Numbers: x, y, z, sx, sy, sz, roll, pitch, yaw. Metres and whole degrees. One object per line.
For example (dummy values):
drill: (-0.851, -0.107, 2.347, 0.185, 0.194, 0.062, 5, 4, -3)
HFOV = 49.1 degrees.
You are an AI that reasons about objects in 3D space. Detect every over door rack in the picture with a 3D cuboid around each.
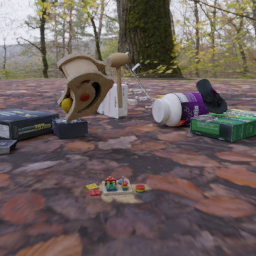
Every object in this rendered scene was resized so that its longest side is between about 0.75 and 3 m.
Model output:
over door rack: (0.241, -1.609, 9.792, 0.583, 1.750, 1.293, -27, 39, -3)

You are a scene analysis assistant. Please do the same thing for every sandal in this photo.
sandal: (2.685, -1.082, 9.242, 0.613, 0.390, 1.631, -31, 50, 9)

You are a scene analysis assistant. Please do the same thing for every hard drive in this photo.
hard drive: (-3.558, 0.501, 7.404, 1.066, 0.226, 0.719, -1, 13, -4)

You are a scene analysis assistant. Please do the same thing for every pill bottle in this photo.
pill bottle: (2.056, -0.703, 10.493, 2.160, 1.215, 1.215, -6, 14, -24)

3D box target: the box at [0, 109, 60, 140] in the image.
box: (-3.876, -0.172, 9.422, 2.502, 0.638, 1.973, 8, 14, 32)

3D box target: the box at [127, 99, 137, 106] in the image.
box: (-0.063, -1.528, 16.212, 0.289, 0.309, 1.493, -11, 18, -40)

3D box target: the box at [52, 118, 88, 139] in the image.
box: (-1.881, -0.018, 9.083, 0.948, 0.494, 0.863, -7, 16, -28)

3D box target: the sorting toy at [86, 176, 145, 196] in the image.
sorting toy: (-0.242, 1.035, 5.163, 1.065, 0.180, 0.514, -2, 13, -8)

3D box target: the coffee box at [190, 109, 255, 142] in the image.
coffee box: (3.546, -0.162, 9.495, 2.660, 0.585, 1.636, -10, 16, -37)

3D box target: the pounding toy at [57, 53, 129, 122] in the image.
pounding toy: (-1.104, -0.992, 7.646, 1.497, 2.619, 1.502, -8, 58, -40)

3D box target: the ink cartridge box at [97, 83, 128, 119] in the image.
ink cartridge box: (-0.710, -1.294, 12.658, 0.823, 1.407, 2.426, -7, 16, -30)
